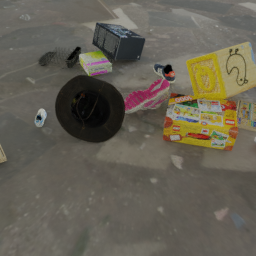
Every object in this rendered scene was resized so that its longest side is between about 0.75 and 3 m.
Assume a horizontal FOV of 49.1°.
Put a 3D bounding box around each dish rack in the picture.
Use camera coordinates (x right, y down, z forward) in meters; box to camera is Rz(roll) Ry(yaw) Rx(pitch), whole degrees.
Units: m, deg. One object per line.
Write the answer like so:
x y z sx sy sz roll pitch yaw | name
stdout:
-3.717 -3.870 15.142 2.133 0.582 1.636 9 41 10 | dish rack

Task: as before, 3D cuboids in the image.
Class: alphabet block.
3.998 -2.355 11.941 1.988 1.942 1.952 -23 10 -23 | alphabet block

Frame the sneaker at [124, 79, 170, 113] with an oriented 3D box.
0.835 -1.129 11.825 2.209 0.975 0.899 -25 46 2 | sneaker

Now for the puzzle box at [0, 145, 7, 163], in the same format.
-5.150 0.778 10.054 1.107 0.212 1.664 -23 49 -27 | puzzle box

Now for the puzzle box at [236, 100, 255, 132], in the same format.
5.071 -0.514 11.603 1.134 0.217 1.705 14 43 16 | puzzle box

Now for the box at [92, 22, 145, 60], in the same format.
-0.544 -4.704 15.227 1.744 1.258 2.349 -11 40 -40 | box

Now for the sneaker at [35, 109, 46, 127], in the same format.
-3.577 -0.484 11.455 0.381 0.385 1.061 -5 40 -4 | sneaker

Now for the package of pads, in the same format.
-1.734 -3.365 14.567 1.299 0.574 1.682 -15 43 -18 | package of pads

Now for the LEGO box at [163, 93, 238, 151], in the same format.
2.748 -0.294 10.767 2.548 0.983 1.897 9 42 10 | LEGO box

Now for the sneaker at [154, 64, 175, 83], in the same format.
1.840 -2.934 13.957 0.648 0.730 1.728 -18 44 -19 | sneaker

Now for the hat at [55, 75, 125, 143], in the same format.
-1.536 -0.670 10.950 2.721 2.721 1.098 -22 4 -23 | hat
